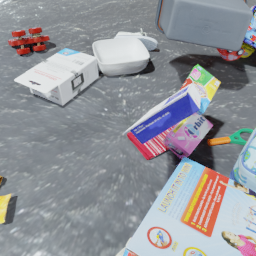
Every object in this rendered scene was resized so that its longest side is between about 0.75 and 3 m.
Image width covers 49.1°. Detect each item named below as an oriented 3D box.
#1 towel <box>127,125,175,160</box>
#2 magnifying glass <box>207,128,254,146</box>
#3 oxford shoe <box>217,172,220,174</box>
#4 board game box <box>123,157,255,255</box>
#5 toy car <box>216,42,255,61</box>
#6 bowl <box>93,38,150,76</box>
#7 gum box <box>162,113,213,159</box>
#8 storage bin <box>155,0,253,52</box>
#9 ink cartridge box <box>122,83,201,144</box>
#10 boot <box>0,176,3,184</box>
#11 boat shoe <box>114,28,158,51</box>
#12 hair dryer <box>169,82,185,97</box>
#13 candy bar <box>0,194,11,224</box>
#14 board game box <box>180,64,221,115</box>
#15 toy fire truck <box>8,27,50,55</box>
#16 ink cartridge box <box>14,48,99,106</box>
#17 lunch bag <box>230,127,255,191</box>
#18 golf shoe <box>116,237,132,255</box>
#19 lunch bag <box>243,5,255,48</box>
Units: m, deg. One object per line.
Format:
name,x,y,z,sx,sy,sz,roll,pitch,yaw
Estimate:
towel,0.902,0.238,8.078,1.599,0.180,1.157,-23,48,-23
magnifying glass,3.041,0.322,8.019,1.555,0.174,0.619,-6,43,-9
oxford shoe,2.343,1.450,6.690,0.352,0.271,0.937,-39,53,6
board game box,1.726,2.064,4.865,2.844,0.812,2.904,26,32,18
toy car,4.763,-2.584,10.620,2.625,0.622,2.789,38,36,22
bowl,-0.287,-2.734,10.892,2.010,0.750,2.008,-10,44,-10
gum box,1.618,0.175,7.679,0.777,0.453,1.369,41,59,9
storage bin,2.330,-3.423,8.416,2.811,2.046,1.888,10,34,-3
ink cartridge box,0.757,-0.305,5.238,1.162,0.455,2.454,-33,0,19
boot,-3.562,1.133,6.973,0.916,0.450,1.280,8,47,0
boat shoe,0.409,-3.890,12.132,1.964,0.726,0.837,10,60,20
hair dryer,2.108,-1.017,9.438,0.936,0.334,1.228,-43,51,-17
candy bar,-4.122,1.952,6.111,2.974,0.330,0.741,-6,43,-7
board game box,1.674,-0.906,6.646,0.743,0.196,0.972,35,72,-8
toy fire truck,-4.263,-3.780,12.024,1.633,0.916,1.372,-18,27,-20
ink cartridge box,-2.383,-1.713,9.685,1.495,0.861,2.581,23,47,23
lunch bag,3.907,0.742,6.512,2.236,1.147,2.782,28,55,23
golf shoe,0.544,2.989,4.755,1.038,0.854,2.269,-40,52,-15
lunch bag,5.440,-3.372,10.702,2.669,1.255,2.009,38,28,2
